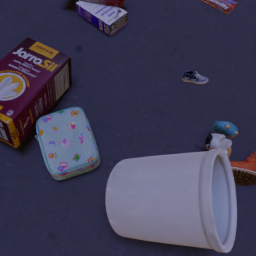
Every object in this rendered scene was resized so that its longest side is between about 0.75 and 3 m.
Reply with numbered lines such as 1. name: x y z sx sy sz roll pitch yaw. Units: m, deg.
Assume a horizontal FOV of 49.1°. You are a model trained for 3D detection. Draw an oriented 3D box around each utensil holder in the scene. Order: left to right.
1. utensil holder: 0.963 1.542 6.183 2.354 2.000 2.000 -8 58 31

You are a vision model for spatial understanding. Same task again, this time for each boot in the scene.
1. boot: 2.272 -1.705 9.340 0.863 0.390 0.314 3 62 2
2. boot: 3.448 1.035 7.790 1.949 0.731 1.045 7 56 -3

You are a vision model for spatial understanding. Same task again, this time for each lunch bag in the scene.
1. lunch bag: -1.755 0.412 8.024 1.578 0.759 1.968 -20 64 -7

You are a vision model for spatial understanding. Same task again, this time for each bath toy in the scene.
1. bath toy: 2.192 0.941 7.637 1.025 0.871 2.358 39 73 -30

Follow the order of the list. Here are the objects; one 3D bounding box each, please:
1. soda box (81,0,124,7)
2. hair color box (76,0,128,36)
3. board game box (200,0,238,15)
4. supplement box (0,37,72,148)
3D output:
1. soda box: -1.301 -5.231 10.344 2.473 0.784 0.866 12 60 8
2. hair color box: -0.986 -4.344 10.622 1.800 0.583 0.984 39 67 20
3. board game box: 3.609 -5.113 11.272 1.427 0.139 0.734 37 69 17
4. supplement box: -3.098 -1.124 8.204 1.630 1.265 2.953 25 55 7
